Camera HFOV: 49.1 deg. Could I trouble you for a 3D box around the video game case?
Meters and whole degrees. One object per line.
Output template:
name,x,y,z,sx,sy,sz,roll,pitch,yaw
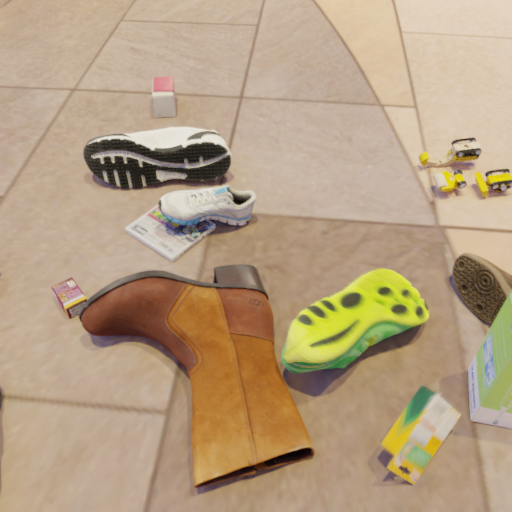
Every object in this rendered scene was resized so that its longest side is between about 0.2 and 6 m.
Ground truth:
video game case,-1.642,-0.527,10.753,1.294,0.149,1.179,30,54,27

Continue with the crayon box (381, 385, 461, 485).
crayon box,2.129,2.358,7.380,1.133,0.712,0.292,-54,33,-5

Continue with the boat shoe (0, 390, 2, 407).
boat shoe,-3.962,2.461,7.365,0.926,0.904,2.447,-12,48,-11

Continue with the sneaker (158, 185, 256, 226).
sneaker,-0.864,-1.045,10.401,1.881,0.815,0.705,-3,62,-25

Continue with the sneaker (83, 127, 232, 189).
sneaker,-2.058,-2.138,11.812,3.031,1.117,1.212,0,34,-6

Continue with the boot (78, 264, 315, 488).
boot,-1.005,1.776,8.222,3.033,1.103,3.222,-4,53,-15

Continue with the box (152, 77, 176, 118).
box,-2.235,-3.861,13.613,0.511,0.600,0.938,-5,47,-5

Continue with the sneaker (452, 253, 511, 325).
sneaker,4.260,0.816,9.190,0.886,0.826,2.345,-8,46,-35

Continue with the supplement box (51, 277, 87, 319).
supplement box,-3.135,0.709,9.451,0.394,0.310,0.602,-28,52,-24

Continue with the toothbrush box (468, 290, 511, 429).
toothbrush box,3.939,1.453,7.422,1.608,2.208,0.950,8,47,8

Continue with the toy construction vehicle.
toy construction vehicle,4.360,-1.753,11.737,1.582,0.557,1.378,-9,58,-5

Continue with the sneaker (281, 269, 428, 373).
sneaker,1.489,1.005,8.608,2.863,1.197,1.061,-14,64,-34
